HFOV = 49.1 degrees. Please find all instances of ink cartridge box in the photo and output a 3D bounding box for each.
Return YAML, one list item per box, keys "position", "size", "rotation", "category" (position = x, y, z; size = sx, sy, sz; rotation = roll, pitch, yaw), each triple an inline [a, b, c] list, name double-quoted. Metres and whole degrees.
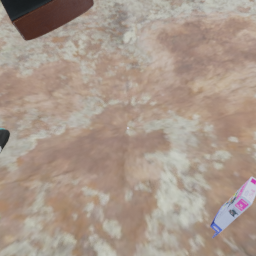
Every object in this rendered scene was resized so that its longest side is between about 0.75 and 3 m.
- position: [1.490, 1.146, 4.003]
  size: [0.194, 0.923, 0.551]
  rotation: [38, 37, 19]
  category: "ink cartridge box"

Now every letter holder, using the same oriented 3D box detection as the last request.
- position: [-1.535, -2.406, 5.681]
  size: [1.577, 1.121, 0.793]
  rotation: [-30, 70, -5]
  category: "letter holder"

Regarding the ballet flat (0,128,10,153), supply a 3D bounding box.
- position: [-2.661, 0.540, 4.646]
  size: [0.608, 0.605, 1.779]
  rotation: [42, 39, 18]
  category: "ballet flat"
